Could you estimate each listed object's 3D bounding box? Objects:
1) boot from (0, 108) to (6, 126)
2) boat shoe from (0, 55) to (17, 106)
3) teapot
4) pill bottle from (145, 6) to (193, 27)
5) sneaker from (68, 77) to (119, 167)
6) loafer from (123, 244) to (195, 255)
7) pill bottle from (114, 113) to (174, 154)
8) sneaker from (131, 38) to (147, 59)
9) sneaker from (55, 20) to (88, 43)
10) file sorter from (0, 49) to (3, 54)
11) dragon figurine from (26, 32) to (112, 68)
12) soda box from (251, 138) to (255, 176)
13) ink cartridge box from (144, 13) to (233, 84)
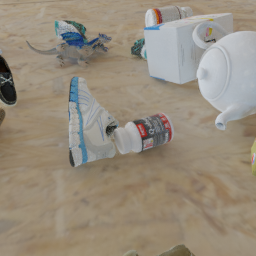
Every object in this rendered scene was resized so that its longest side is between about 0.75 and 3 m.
[{"bbox_3d":[-4.124,0.238,6.833,1.728,0.751,2.077,-5,40,13],"label":"boot"},{"bbox_3d":[-3.677,-1.396,8.290,0.579,0.545,1.613,-10,70,-36],"label":"boat shoe"},{"bbox_3d":[2.608,-1.459,7.334,1.741,2.353,2.384,0,24,-15],"label":"teapot"},{"bbox_3d":[1.816,-4.779,12.340,1.909,1.046,1.046,-13,42,-15],"label":"pill bottle"},{"bbox_3d":[-0.899,-0.244,7.114,1.242,1.075,2.867,-2,48,-12],"label":"sneaker"},{"bbox_3d":[-0.113,2.374,3.904,2.856,1.086,0.963,-3,38,-19],"label":"loafer"},{"bbox_3d":[0.373,0.147,6.712,1.300,0.753,0.753,-17,43,-19],"label":"pill bottle"},{"bbox_3d":[0.672,-3.309,10.910,0.839,0.714,1.840,12,40,20],"label":"sneaker"},{"bbox_3d":[-2.135,-3.977,11.557,1.086,0.923,2.380,-20,45,-28],"label":"sneaker"},{"bbox_3d":[-6.051,-3.508,10.703,1.966,1.224,1.364,32,49,33],"label":"file sorter"},{"bbox_3d":[-2.076,-2.960,10.312,2.933,0.863,1.458,1,40,-1],"label":"dragon figurine"},{"bbox_3d":[4.175,0.689,5.963,2.755,0.882,0.933,11,42,12],"label":"soda box"},{"bbox_3d":[1.970,-2.613,9.000,2.285,1.653,1.682,-22,27,-25],"label":"ink cartridge box"}]
